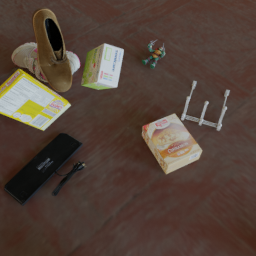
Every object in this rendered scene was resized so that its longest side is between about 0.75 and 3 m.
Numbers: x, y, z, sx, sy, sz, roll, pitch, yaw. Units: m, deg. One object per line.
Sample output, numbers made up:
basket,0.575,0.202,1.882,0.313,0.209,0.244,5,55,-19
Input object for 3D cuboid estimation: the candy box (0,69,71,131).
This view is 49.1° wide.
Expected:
candy box,-2.714,-0.690,8.004,1.251,2.448,0.323,-44,68,2

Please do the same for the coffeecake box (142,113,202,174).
coffeecake box,1.364,0.469,8.985,1.240,0.590,1.615,-22,58,-15

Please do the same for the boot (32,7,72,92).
boot,-2.432,-2.330,9.277,1.073,2.914,1.099,-22,42,-18

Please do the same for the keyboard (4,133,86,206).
keyboard,-2.334,1.313,8.606,1.639,0.266,2.579,28,60,26

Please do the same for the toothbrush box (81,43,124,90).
toothbrush box,-0.881,-1.959,9.241,0.717,1.666,1.213,11,90,-28

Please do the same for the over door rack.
over door rack,2.781,-0.913,9.946,1.399,0.631,1.893,18,57,11

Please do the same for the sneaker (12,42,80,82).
sneaker,-3.268,-2.438,10.736,2.654,1.080,1.171,9,53,7

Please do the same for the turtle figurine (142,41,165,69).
turtle figurine,1.144,-3.016,11.440,0.906,0.609,1.211,25,73,34
